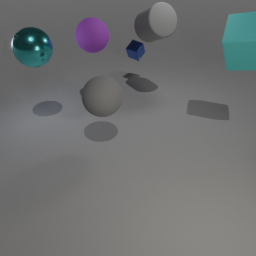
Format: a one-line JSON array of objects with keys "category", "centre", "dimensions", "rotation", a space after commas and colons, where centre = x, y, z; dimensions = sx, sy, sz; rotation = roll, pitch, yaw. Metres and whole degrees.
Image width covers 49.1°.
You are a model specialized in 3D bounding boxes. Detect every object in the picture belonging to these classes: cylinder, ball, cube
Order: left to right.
[{"category": "ball", "centre": [-3.396, -2.867, 9.995], "dimensions": [1.400, 1.400, 1.400], "rotation": [0, 32, 0]}, {"category": "ball", "centre": [-1.485, -3.838, 11.612], "dimensions": [1.400, 1.400, 1.400], "rotation": [0, 32, 0]}, {"category": "ball", "centre": [-0.874, -1.068, 9.520], "dimensions": [1.400, 1.400, 1.400], "rotation": [0, 32, 0]}, {"category": "cube", "centre": [0.406, -4.138, 14.917], "dimensions": [0.700, 0.700, 0.700], "rotation": [28, 74, 24]}, {"category": "cylinder", "centre": [1.179, -4.532, 12.134], "dimensions": [1.400, 1.400, 1.400], "rotation": [-15, 13, -22]}, {"category": "cube", "centre": [4.138, -2.959, 9.629], "dimensions": [1.400, 1.400, 1.400], "rotation": [5, 61, 30]}]
